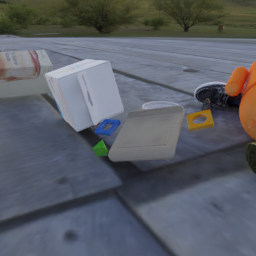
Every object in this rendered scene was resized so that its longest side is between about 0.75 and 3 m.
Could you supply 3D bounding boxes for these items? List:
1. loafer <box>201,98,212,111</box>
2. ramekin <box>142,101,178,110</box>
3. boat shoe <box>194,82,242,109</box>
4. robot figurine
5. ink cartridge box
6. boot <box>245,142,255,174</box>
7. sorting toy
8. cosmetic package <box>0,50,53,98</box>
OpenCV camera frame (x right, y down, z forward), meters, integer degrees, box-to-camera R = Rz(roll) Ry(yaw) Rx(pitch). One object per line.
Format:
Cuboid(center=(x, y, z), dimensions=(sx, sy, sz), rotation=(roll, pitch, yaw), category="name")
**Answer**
Cuboid(center=(2.295, -0.650, 8.226), dimensions=(0.288, 0.286, 0.792), rotation=(-8, 15, 21), category="loafer")
Cuboid(center=(0.851, -0.307, 7.127), dimensions=(0.982, 0.515, 0.982), rotation=(0, 22, 0), category="ramekin")
Cuboid(center=(3.022, -0.879, 8.342), dimensions=(2.155, 0.753, 0.714), rotation=(13, 22, 20), category="boat shoe")
Cuboid(center=(3.374, -0.686, 6.109), dimensions=(1.621, 1.999, 2.779), rotation=(-28, 20, 44), category="robot figurine")
Cuboid(center=(-1.070, -0.861, 6.854), dimensions=(1.256, 1.289, 2.006), rotation=(-25, 23, -18), category="ink cartridge box")
Cuboid(center=(3.086, 0.587, 4.727), dimensions=(1.648, 0.545, 1.444), rotation=(-10, 30, -16), category="boot")
Cuboid(center=(0.416, 0.142, 5.364), dimensions=(2.420, 0.330, 1.363), rotation=(-6, 38, 25), category="sorting toy")
Cuboid(center=(-3.859, -1.783, 9.232), dimensions=(2.519, 1.099, 1.302), rotation=(-11, 42, -26), category="cosmetic package")
